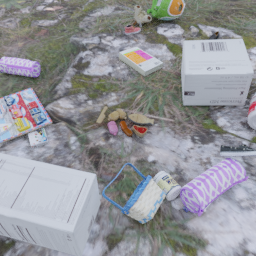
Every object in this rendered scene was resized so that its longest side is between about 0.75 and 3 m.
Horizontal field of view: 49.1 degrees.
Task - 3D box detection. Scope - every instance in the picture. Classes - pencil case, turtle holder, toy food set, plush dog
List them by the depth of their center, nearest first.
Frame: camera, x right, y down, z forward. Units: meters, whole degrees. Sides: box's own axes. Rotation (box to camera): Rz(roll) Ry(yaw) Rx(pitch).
[{"bbox_3d":[2.526,1.684,8.277,2.139,0.898,0.915,-29,49,-25],"label":"pencil case"},{"bbox_3d":[-0.109,-0.121,10.430,1.968,0.310,1.251,19,49,7],"label":"toy food set"},{"bbox_3d":[-4.854,-2.734,12.498,1.825,0.766,0.780,8,3,10],"label":"pencil case"},{"bbox_3d":[2.148,-6.942,16.030,1.712,2.410,1.831,17,79,-17],"label":"turtle holder"},{"bbox_3d":[0.806,-6.347,16.041,1.212,0.972,1.041,44,40,0],"label":"plush dog"}]

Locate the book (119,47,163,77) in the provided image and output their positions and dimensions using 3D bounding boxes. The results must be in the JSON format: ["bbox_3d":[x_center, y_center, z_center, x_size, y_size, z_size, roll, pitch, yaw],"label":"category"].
[{"bbox_3d":[0.608,-3.195,13.236,1.208,0.435,1.809,-31,55,-28],"label":"book"}]

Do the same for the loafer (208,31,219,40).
[{"bbox_3d":[4.505,-4.808,14.781,0.346,0.344,0.951,29,54,23],"label":"loafer"}]

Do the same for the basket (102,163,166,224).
[{"bbox_3d":[0.182,1.867,7.914,1.503,1.045,1.325,43,55,3],"label":"basket"}]

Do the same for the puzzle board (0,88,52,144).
[{"bbox_3d":[-4.298,-0.601,10.779,1.982,0.229,2.631,-23,46,-21],"label":"puzzle board"}]

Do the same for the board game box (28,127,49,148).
[{"bbox_3d":[-3.269,0.271,10.114,0.604,0.166,0.957,-17,49,-15],"label":"board game box"}]

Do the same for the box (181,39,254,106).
[{"bbox_3d":[3.454,-2.282,11.379,2.458,1.615,2.471,0,47,8],"label":"box"}]

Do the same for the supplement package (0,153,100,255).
[{"bbox_3d":[-2.425,1.998,7.479,2.949,1.615,1.677,11,48,10],"label":"supplement package"}]

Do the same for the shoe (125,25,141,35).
[{"bbox_3d":[0.269,-5.421,15.296,0.955,0.434,0.341,-21,50,-18],"label":"shoe"}]

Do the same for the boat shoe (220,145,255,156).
[{"bbox_3d":[3.411,0.673,8.450,1.259,0.432,0.356,-4,80,28],"label":"boat shoe"}]

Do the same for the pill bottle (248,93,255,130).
[{"bbox_3d":[5.067,-0.733,10.555,0.915,0.915,1.629,17,48,15],"label":"pill bottle"}]

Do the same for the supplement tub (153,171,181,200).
[{"bbox_3d":[1.174,1.731,8.464,0.561,0.561,0.774,-27,52,-23],"label":"supplement tub"}]
